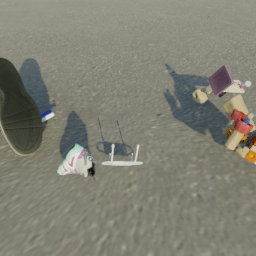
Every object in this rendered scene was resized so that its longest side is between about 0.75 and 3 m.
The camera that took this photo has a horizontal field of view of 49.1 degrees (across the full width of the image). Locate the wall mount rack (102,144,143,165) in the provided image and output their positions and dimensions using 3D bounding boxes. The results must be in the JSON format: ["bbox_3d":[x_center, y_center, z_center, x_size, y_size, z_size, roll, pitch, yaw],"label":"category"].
[{"bbox_3d":[-0.116,0.652,6.538,0.983,0.854,0.366,1,72,-10],"label":"wall mount rack"}]

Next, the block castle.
[{"bbox_3d":[3.194,0.307,6.283,1.955,0.917,1.306,30,22,7],"label":"block castle"}]

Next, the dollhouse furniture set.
[{"bbox_3d":[3.311,-0.621,8.753,1.459,1.629,2.056,-3,66,-30],"label":"dollhouse furniture set"}]

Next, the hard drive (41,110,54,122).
[{"bbox_3d":[-2.514,-0.336,8.362,0.587,0.113,0.890,-30,18,-12],"label":"hard drive"}]

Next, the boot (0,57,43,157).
[{"bbox_3d":[-3.253,-0.219,7.538,0.988,2.068,2.738,-14,72,-40],"label":"boot"}]

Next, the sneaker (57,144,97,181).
[{"bbox_3d":[-1.018,0.890,5.989,0.815,1.166,0.453,36,53,-4],"label":"sneaker"}]
